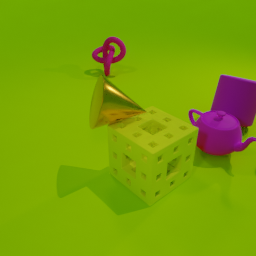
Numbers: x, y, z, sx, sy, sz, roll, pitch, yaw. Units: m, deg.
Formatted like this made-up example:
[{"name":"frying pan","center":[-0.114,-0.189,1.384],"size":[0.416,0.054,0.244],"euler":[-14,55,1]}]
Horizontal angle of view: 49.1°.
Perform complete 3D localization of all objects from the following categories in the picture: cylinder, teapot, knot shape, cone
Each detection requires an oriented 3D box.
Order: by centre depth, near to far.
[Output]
[{"name":"cone","center":[-0.126,-0.440,5.909],"size":[1.137,1.133,1.133],"euler":[10,28,-18]},{"name":"teapot","center":[2.296,0.070,7.020],"size":[1.269,0.999,2.041],"euler":[-22,40,-32]},{"name":"cylinder","center":[3.169,-0.819,8.199],"size":[1.259,1.259,1.259],"euler":[11,16,-3]},{"name":"knot shape","center":[-0.835,-2.946,11.795],"size":[1.605,1.502,0.742],"euler":[-3,-10,42]}]

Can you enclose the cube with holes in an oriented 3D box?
[{"name":"cube with holes","center":[0.513,0.546,6.213],"size":[1.357,1.357,1.357],"euler":[-25,39,-34]}]
